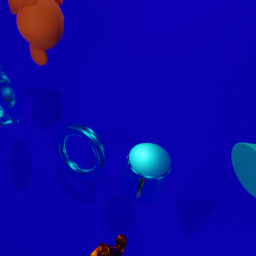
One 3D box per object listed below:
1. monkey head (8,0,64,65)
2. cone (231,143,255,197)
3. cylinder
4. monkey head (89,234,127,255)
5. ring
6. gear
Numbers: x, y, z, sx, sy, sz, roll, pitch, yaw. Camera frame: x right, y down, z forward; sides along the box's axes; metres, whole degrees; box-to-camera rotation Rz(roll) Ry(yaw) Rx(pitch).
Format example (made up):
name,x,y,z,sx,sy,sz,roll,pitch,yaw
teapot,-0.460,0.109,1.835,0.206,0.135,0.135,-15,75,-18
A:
name,x,y,z,sx,sy,sz,roll,pitch,yaw
monkey head,-2.057,-2.370,6.010,1.377,1.914,1.154,12,52,1
cone,2.894,0.647,5.496,1.168,1.164,1.164,-19,83,-11
cylinder,0.376,0.925,5.781,0.906,0.906,0.906,5,45,-5
monkey head,-0.276,2.732,5.357,1.012,0.848,1.406,-1,60,31
ring,-1.112,0.567,6.652,1.490,0.298,1.490,13,119,25
gear,-2.566,-0.734,5.621,0.258,1.397,1.397,-13,83,0
